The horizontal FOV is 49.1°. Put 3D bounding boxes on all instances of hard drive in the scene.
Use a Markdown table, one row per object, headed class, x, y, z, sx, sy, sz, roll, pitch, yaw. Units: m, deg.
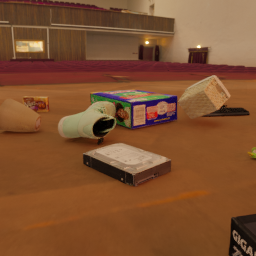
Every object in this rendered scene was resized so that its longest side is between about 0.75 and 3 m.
| class | x | y | z | sx | sy | sz | roll | pitch | yaw |
| --- | --- | --- | --- | --- | --- | --- | --- | --- | --- |
| hard drive | -0.054 | 0.778 | 6.522 | 1.236 | 0.335 | 1.769 | -13 | 20 | -41 |

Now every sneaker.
| class | x | y | z | sx | sy | sz | roll | pitch | yaw |
| --- | --- | --- | --- | --- | --- | --- | --- | --- | --- |
| sneaker | -0.797 | -0.210 | 9.121 | 1.541 | 0.962 | 2.613 | 6 | 22 | 32 |

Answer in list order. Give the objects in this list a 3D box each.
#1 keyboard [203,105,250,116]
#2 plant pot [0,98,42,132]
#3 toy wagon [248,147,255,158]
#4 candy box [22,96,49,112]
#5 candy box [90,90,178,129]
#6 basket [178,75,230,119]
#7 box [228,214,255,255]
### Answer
| class | x | y | z | sx | sy | sz | roll | pitch | yaw |
| --- | --- | --- | --- | --- | --- | --- | --- | --- | --- |
| keyboard | 4.067 | -0.835 | 13.011 | 2.704 | 0.278 | 1.718 | -1 | 14 | -8 |
| plant pot | -3.639 | -0.321 | 9.617 | 1.204 | 1.128 | 1.128 | 15 | 16 | 5 |
| toy wagon | 3.502 | 0.684 | 7.183 | 0.931 | 0.184 | 0.722 | -4 | 14 | -11 |
| candy box | -4.372 | -1.135 | 13.293 | 1.190 | 0.694 | 0.336 | 2 | 14 | 8 |
| candy box | 0.195 | -0.894 | 11.499 | 2.404 | 1.095 | 2.844 | -11 | 18 | -37 |
| basket | 2.847 | -1.109 | 10.703 | 0.978 | 1.075 | 1.586 | -48 | 13 | -30 |
| box | 2.860 | 1.625 | 2.547 | 2.740 | 0.681 | 2.720 | -3 | 14 | -10 |
